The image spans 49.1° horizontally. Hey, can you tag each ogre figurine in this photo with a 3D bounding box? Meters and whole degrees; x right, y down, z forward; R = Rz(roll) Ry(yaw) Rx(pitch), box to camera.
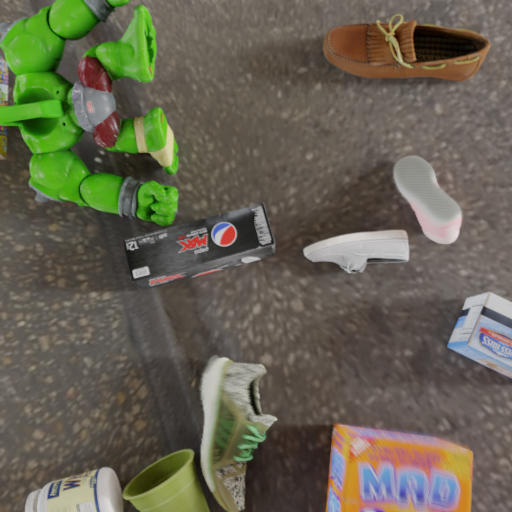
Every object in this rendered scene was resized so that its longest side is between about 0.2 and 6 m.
[{"bbox_3d":[-3.015,-2.746,10.056,2.702,2.211,4.506,-6,122,3],"label":"ogre figurine"}]

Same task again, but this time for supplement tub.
[{"bbox_3d":[-3.024,4.214,9.394,1.371,0.994,0.994,-14,79,-3],"label":"supplement tub"}]

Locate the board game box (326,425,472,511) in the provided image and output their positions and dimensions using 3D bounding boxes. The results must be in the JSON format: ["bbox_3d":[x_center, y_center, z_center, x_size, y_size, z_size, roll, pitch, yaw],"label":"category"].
[{"bbox_3d":[2.185,3.855,9.006,1.856,1.857,1.856,7,79,2],"label":"board game box"}]

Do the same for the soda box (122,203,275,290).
[{"bbox_3d":[-1.006,-0.148,10.284,2.640,0.934,0.836,-14,77,-2],"label":"soda box"}]

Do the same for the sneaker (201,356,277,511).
[{"bbox_3d":[-0.241,2.985,9.471,1.166,1.012,2.632,-9,79,22],"label":"sneaker"}]

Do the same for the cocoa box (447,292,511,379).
[{"bbox_3d":[4.439,1.494,9.894,1.595,1.064,1.047,26,80,5],"label":"cocoa box"}]

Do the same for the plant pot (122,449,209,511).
[{"bbox_3d":[-1.350,4.169,9.390,1.323,1.323,1.256,-28,93,-5],"label":"plant pot"}]

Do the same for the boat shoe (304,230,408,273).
[{"bbox_3d":[1.892,-0.022,10.451,1.967,0.708,0.674,-6,78,-11],"label":"boat shoe"}]

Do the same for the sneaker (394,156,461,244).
[{"bbox_3d":[3.238,-1.002,10.655,0.723,1.004,1.921,-26,50,3],"label":"sneaker"}]

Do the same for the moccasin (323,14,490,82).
[{"bbox_3d":[2.892,-4.048,10.914,3.137,1.211,1.147,11,79,2],"label":"moccasin"}]

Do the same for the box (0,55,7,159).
[{"bbox_3d":[-5.893,-2.890,10.308,2.119,1.293,2.041,-4,79,-2],"label":"box"}]
